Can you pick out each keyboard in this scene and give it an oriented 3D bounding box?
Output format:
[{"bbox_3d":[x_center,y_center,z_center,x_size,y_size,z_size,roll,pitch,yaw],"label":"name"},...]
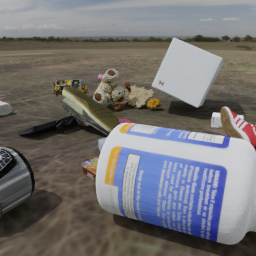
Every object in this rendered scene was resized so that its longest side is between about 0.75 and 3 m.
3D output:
[{"bbox_3d":[-2.145,-0.051,8.685,1.161,0.442,2.231,-14,7,42],"label":"keyboard"}]

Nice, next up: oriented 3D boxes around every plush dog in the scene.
[{"bbox_3d":[-0.556,-1.346,10.922,1.284,1.495,1.200,27,-11,-7],"label":"plush dog"}]

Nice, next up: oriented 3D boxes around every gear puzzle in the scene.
[{"bbox_3d":[0.527,-1.173,11.364,2.101,0.275,1.088,22,60,45],"label":"gear puzzle"}]

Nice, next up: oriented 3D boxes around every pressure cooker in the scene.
[{"bbox_3d":[-2.274,0.962,4.515,1.071,1.088,1.218,-19,5,37],"label":"pressure cooker"}]

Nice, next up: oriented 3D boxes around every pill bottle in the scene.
[{"bbox_3d":[1.017,0.823,4.217,2.697,1.512,1.512,9,21,21],"label":"pill bottle"}]

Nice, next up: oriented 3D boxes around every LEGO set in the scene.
[{"bbox_3d":[-2.545,-1.541,12.411,1.595,0.924,1.226,2,-10,-3],"label":"LEGO set"}]

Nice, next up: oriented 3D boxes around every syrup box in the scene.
[{"bbox_3d":[3.134,-0.211,8.847,0.952,0.388,0.375,6,23,19],"label":"syrup box"}]

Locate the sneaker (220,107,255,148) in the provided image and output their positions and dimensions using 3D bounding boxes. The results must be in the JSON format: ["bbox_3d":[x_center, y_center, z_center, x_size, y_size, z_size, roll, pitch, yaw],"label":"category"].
[{"bbox_3d":[3.154,-0.040,7.560,0.876,0.555,1.558,-7,44,-7],"label":"sneaker"}]

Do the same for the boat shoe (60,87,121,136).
[{"bbox_3d":[-1.205,-0.392,8.623,2.469,0.812,0.882,38,27,26],"label":"boat shoe"}]

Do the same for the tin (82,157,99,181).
[{"bbox_3d":[-0.564,0.902,5.975,0.584,0.218,1.043,-20,27,-36],"label":"tin"}]

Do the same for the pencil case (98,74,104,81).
[{"bbox_3d":[-1.309,-2.985,16.779,1.013,0.438,0.419,11,46,31],"label":"pencil case"}]

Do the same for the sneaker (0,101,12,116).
[{"bbox_3d":[-5.027,-0.695,9.977,0.788,0.567,1.508,23,23,40],"label":"sneaker"}]

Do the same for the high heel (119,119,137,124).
[{"bbox_3d":[0.001,-0.059,8.574,0.910,0.306,0.436,16,11,7],"label":"high heel"}]

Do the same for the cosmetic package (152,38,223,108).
[{"bbox_3d":[2.280,-1.985,10.468,1.847,1.858,2.220,28,15,14],"label":"cosmetic package"}]

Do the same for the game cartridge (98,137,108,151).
[{"bbox_3d":[0.040,0.542,6.865,1.085,0.338,1.629,-20,27,-35],"label":"game cartridge"}]
